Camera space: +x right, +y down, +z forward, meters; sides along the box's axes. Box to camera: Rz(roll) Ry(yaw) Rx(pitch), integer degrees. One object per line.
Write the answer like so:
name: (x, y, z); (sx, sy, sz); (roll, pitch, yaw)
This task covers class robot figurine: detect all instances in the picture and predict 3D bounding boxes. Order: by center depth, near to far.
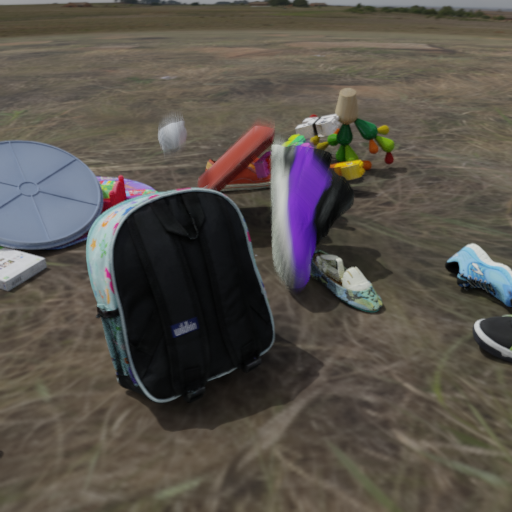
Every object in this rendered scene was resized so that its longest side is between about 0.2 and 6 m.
robot figurine: (-1.736, -2.505, 11.674); (0.475, 0.713, 0.841); (39, 25, -6)

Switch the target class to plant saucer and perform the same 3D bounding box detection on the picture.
plant saucer: (-0.508, -2.113, 12.686); (2.116, 0.389, 2.121); (-42, 3, 2)

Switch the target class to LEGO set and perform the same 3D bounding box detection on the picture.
LEGO set: (1.687, -2.381, 14.298); (1.790, 1.664, 4.362); (-5, 25, 24)

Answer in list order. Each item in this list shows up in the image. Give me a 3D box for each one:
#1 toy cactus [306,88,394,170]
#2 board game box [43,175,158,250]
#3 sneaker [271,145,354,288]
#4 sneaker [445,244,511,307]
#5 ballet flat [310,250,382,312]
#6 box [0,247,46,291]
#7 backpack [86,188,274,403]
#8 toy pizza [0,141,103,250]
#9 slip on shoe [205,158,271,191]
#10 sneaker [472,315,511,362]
toy cactus: (2.690, -3.753, 16.213); (2.856, 2.356, 1.460); (22, 54, 23)
board game box: (-4.474, -1.510, 13.631); (3.455, 0.851, 4.372); (25, 37, 38)
sneaker: (1.097, -0.903, 10.623); (1.597, 1.116, 3.211); (-1, 58, -1)
sneaker: (4.161, 0.477, 10.368); (0.805, 0.702, 1.790); (-24, 28, -4)
ballet flat: (1.595, 0.401, 10.331); (0.673, 0.673, 1.812); (-20, 34, -33)
box: (-5.047, 0.215, 11.067); (1.415, 0.257, 1.021); (14, 31, 22)
backpack: (-1.181, 0.396, 8.141); (2.419, 2.725, 2.051); (-20, 17, -31)
toy pizza: (-5.102, -1.345, 12.532); (3.239, 0.513, 3.239); (13, 48, -15)
slip on shoe: (-0.093, -2.336, 15.189); (2.732, 0.836, 1.012); (-8, 28, -18)
sneaker: (4.719, 1.042, 8.642); (2.590, 1.073, 0.929); (4, 29, 7)
